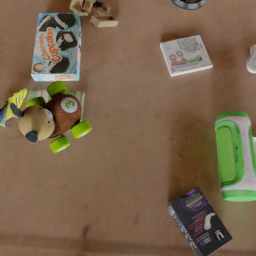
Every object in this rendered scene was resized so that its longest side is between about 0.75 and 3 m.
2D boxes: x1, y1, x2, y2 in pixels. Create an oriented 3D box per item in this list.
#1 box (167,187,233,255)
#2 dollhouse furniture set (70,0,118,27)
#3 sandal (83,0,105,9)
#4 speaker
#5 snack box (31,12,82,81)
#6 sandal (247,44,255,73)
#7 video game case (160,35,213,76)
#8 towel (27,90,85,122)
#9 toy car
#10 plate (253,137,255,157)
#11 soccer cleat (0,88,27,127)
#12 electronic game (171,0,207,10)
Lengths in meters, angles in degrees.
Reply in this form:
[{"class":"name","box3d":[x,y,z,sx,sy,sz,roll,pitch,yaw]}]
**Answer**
[{"class":"box","box3d":[1.988,2.678,8.018,1.005,0.872,1.644,-28,71,-10]},{"class":"dollhouse furniture set","box3d":[-1.129,-4.681,10.520,1.391,1.133,1.323,43,41,20]},{"class":"sandal","box3d":[-1.374,-5.020,11.428,1.056,0.238,0.396,16,74,-9]},{"class":"speaker","box3d":[3.312,0.850,8.600,1.161,1.161,2.625,2,69,1]},{"class":"snack box","box3d":[-2.610,-3.065,10.469,1.621,0.518,2.791,-1,69,-1]},{"class":"sandal","box3d":[4.651,-2.491,10.358,0.608,0.367,1.494,32,58,-4]},{"class":"video game case","box3d":[2.168,-2.737,10.517,1.608,0.190,1.464,-13,69,-5]},{"class":"towel","box3d":[-2.514,-0.636,9.685,1.982,0.232,1.512,0,68,1]},{"class":"toy car","box3d":[-2.312,-0.261,7.726,1.670,2.116,1.738,-33,86,16]},{"class":"plate","box3d":[4.294,0.796,9.141,1.048,0.170,1.051,-1,69,0]},{"class":"soccer cleat","box3d":[-3.943,-0.708,9.649,0.651,0.503,1.557,41,67,-17]},{"class":"electronic game","box3d":[2.495,-5.532,11.530,1.623,0.338,1.623,1,71,-2]}]
